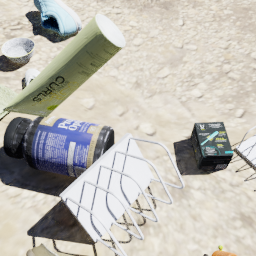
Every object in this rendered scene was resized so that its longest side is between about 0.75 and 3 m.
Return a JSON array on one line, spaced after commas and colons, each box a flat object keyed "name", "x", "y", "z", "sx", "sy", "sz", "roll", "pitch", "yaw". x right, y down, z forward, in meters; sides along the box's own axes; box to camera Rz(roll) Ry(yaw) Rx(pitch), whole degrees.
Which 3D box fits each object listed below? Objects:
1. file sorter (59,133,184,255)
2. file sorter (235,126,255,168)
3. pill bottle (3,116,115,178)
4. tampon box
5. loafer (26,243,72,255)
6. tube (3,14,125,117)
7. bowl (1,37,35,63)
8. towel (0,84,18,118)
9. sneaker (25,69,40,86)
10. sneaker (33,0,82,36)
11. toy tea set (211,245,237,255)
[{"name": "file sorter", "x": 0.008, "y": 1.387, "z": 6.018, "sx": 2.138, "sy": 1.484, "sz": 1.331, "roll": -43, "pitch": 30, "yaw": -29}, {"name": "file sorter", "x": 3.780, "y": 0.573, "z": 7.353, "sx": 0.965, "sy": 0.866, "sz": 1.390, "roll": -27, "pitch": 56, "yaw": -20}, {"name": "pill bottle", "x": -1.706, "y": 0.445, "z": 7.099, "sx": 2.539, "sy": 1.420, "sz": 1.420, "roll": 10, "pitch": 52, "yaw": 8}, {"name": "tampon box", "x": 2.224, "y": 0.465, "z": 7.537, "sx": 0.824, "sy": 0.694, "sz": 1.100, "roll": -1, "pitch": 52, "yaw": -1}, {"name": "loafer", "x": -0.685, "y": 2.958, "z": 5.423, "sx": 2.760, "sy": 1.049, "sz": 0.931, "roll": 28, "pitch": 55, "yaw": 8}, {"name": "tube", "x": -0.992, "y": -0.780, "z": 4.361, "sx": 0.645, "sy": 2.222, "sz": 0.577, "roll": 44, "pitch": 31, "yaw": -20}, {"name": "bowl", "x": -3.894, "y": -2.717, "z": 10.152, "sx": 1.181, "sy": 0.554, "sz": 1.181, "roll": -1, "pitch": 52, "yaw": 1}, {"name": "towel", "x": -4.688, "y": -0.903, "z": 8.795, "sx": 2.364, "sy": 0.431, "sz": 1.754, "roll": 26, "pitch": 55, "yaw": 19}, {"name": "sneaker", "x": -2.985, "y": -1.430, "z": 9.072, "sx": 0.665, "sy": 0.644, "sz": 1.820, "roll": -19, "pitch": 54, "yaw": -14}, {"name": "sneaker", "x": -3.198, "y": -4.647, "z": 11.361, "sx": 2.877, "sy": 1.064, "sz": 1.179, "roll": 37, "pitch": 56, "yaw": 26}, {"name": "toy tea set", "x": 1.891, "y": 3.269, "z": 5.527, "sx": 1.026, "sy": 0.638, "sz": 1.725, "roll": 45, "pitch": 56, "yaw": -4}]
